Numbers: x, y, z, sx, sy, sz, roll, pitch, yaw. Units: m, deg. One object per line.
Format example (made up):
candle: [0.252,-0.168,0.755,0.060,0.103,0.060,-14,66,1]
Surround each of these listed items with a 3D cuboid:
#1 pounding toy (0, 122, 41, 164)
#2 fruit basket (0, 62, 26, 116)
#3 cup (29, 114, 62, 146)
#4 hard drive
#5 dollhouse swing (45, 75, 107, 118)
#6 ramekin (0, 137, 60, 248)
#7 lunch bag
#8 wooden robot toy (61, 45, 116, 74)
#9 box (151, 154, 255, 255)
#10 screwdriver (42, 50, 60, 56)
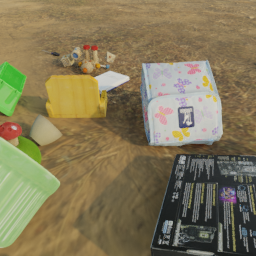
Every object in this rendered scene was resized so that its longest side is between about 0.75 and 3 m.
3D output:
pounding toy: [-3.548,0.393,7.109,2.693,1.249,2.078,24,39,31]
fruit basket: [-4.693,-1.196,9.842,2.103,1.517,2.103,-34,34,27]
cup: [-2.427,0.137,8.004,0.887,0.887,0.635,29,70,37]
hard drive: [-0.931,-1.909,11.629,1.137,0.219,1.724,23,40,32]
dollhouse swing: [-1.700,-1.260,9.323,1.876,1.649,1.704,-1,33,0]
ramekin: [-2.809,0.852,4.945,2.884,2.884,1.408,19,66,27]
lunch bag: [1.527,-0.691,8.321,2.135,1.600,2.518,-2,62,-2]
wooden robot toy: [-1.918,-3.006,12.668,2.585,1.139,1.173,7,44,11]
box: [1.907,1.486,5.272,2.394,0.650,2.988,0,24,18]
screwdriver: [-4.159,-4.011,14.977,1.306,0.190,0.182,16,35,29]
